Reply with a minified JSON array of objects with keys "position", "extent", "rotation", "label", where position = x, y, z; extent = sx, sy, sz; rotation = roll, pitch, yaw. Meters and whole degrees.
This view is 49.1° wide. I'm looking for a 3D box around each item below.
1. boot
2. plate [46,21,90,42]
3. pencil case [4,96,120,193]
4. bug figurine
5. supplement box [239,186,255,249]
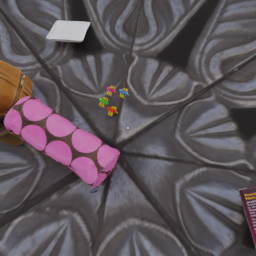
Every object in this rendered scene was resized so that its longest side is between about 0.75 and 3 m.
[{"position":[-3.213,-0.960,6.717],"extent":[0.975,2.543,1.974],"rotation":[-17,56,23],"label":"boot"},{"position":[-1.892,-3.089,9.031],"extent":[1.175,0.190,1.178],"rotation":[5,48,4],"label":"plate"},{"position":[-1.477,0.321,6.426],"extent":[2.565,1.202,1.164],"rotation":[34,92,6],"label":"pencil case"},{"position":[-0.393,-0.778,7.452],"extent":[0.851,0.660,0.219],"rotation":[-55,31,13],"label":"bug figurine"},{"position":[3.072,2.231,5.343],"extent":[1.222,0.949,2.215],"rotation":[-16,52,17],"label":"supplement box"}]
